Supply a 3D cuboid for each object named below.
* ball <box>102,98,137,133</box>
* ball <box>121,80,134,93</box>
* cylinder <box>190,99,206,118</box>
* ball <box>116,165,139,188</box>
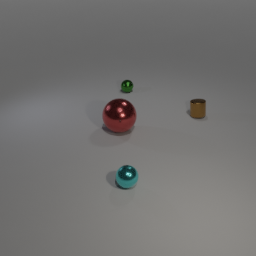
[{"bbox_3d":[-0.345,-0.502,11.370,1.400,1.400,1.400,0,29,0],"label":"ball"},{"bbox_3d":[-0.046,-2.298,15.362,0.700,0.700,0.700,0,29,0],"label":"ball"},{"bbox_3d":[3.181,-0.903,12.732,0.700,0.700,0.700,-5,23,2],"label":"cylinder"},{"bbox_3d":[-0.028,1.472,8.514,0.700,0.700,0.700,0,29,0],"label":"ball"}]
